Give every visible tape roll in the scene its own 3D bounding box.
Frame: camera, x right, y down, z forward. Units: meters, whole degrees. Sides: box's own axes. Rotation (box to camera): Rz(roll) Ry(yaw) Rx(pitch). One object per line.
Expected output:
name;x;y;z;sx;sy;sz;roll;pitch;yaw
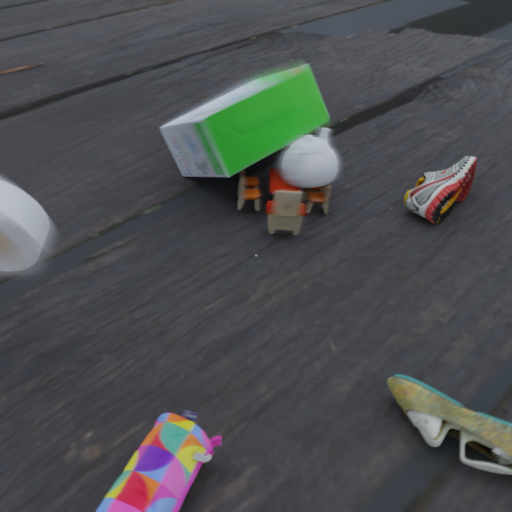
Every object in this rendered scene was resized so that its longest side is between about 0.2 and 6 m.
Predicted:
tape roll;-3.590;-0.398;7.552;1.445;1.445;0.505;3;54;3

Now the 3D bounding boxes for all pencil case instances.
pencil case;-1.264;2.850;6.626;0.931;0.931;2.107;16;43;19

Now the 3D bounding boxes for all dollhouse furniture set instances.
dollhouse furniture set;0.589;-1.327;11.491;1.891;0.974;1.870;3;35;-3

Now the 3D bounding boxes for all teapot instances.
teapot;1.079;-2.033;11.566;1.250;0.925;1.267;-11;35;-6

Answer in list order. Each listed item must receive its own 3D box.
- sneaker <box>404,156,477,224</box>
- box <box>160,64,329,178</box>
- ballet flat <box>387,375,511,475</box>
sneaker;4.015;-1.590;12.060;0.949;0.899;2.311;28;46;31
box;-0.296;-2.874;12.328;2.782;1.345;2.455;-33;22;-20
ballet flat;2.698;2.320;7.448;2.228;0.788;0.788;21;44;25
